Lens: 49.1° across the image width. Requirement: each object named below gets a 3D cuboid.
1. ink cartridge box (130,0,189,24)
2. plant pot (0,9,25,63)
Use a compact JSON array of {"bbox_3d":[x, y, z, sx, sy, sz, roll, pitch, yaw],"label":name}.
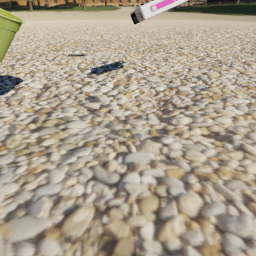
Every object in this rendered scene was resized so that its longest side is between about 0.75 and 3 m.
[{"bbox_3d":[1.473,-4.235,9.267,2.713,0.503,1.285,-29,18,-6],"label":"ink cartridge box"},{"bbox_3d":[-3.694,-2.543,7.604,1.399,1.329,1.399,23,18,-8],"label":"plant pot"}]
